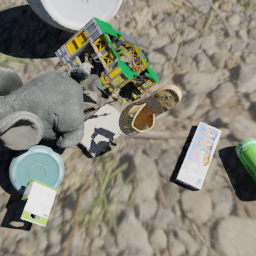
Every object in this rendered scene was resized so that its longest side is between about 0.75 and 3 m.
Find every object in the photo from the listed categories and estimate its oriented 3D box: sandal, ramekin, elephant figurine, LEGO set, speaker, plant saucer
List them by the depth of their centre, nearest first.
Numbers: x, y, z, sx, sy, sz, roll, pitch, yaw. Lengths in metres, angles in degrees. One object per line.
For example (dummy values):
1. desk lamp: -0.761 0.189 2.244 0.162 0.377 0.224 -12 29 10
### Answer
1. elephant figurine: -2.405 -0.209 5.883 2.814 1.991 2.183 -11 105 -39
2. sandal: 0.290 -0.221 5.912 0.694 1.892 0.622 46 42 -10
3. plant saucer: -2.058 1.015 6.400 1.223 0.168 1.223 -3 97 -22
4. speaker: 3.086 0.900 6.497 0.591 0.591 1.336 -20 58 -9
5. LEGO set: -0.529 -1.435 7.020 1.517 2.618 2.013 -33 90 25
6. ramekin: -1.372 -3.851 7.420 2.811 2.811 1.309 -21 39 -10

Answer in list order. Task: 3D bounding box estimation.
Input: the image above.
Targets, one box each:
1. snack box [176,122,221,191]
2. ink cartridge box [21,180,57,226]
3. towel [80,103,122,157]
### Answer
1. snack box: 1.769 0.663 6.936 0.602 0.203 1.674 24 66 10
2. ink cartridge box: -1.909 1.573 5.851 0.303 0.591 0.799 -18 48 41
3. towel: -0.701 0.021 7.248 0.891 0.232 1.344 41 70 19
